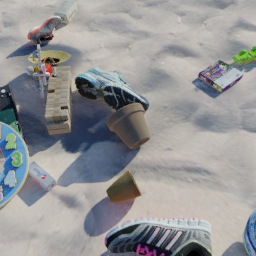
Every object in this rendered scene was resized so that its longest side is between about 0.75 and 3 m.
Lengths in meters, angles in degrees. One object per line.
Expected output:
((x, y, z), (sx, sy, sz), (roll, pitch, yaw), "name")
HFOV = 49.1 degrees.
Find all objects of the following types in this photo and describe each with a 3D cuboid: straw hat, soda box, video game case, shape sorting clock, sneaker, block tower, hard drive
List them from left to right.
((-4.336, 1.060, 8.089), (2.816, 0.552, 2.816), (3, 68, -6), "shape sorting clock")
((-4.718, -0.189, 9.547), (1.945, 0.527, 2.784), (-19, 54, -15), "hard drive")
((-2.603, 1.435, 8.380), (1.009, 0.320, 0.345), (33, 58, 24), "soda box")
((-3.701, -4.430, 13.000), (0.826, 0.778, 2.018), (42, 60, -2), "sneaker")
((-3.138, -2.544, 11.294), (1.636, 0.692, 1.636), (2, 33, -1), "straw hat")
((-2.462, -1.135, 10.164), (0.820, 0.766, 2.837), (-5, 52, -5), "block tower")
((-0.445, -1.528, 10.256), (2.998, 1.163, 1.294), (26, 53, 19), "sneaker")
((0.804, 2.904, 6.749), (2.731, 1.007, 1.195), (0, 45, -6), "sneaker")
((3.737, -2.126, 11.291), (1.354, 0.242, 1.227), (-33, 58, -24), "video game case")

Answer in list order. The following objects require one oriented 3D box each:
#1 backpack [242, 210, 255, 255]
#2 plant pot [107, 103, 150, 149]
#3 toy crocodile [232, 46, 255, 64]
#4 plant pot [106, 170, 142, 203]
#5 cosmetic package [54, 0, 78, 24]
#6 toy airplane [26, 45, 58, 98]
((3.925, 2.911, 6.360), (2.139, 2.016, 2.622), (-36, 44, -3), "backpack")
((0.135, 0.020, 9.069), (1.321, 1.321, 1.152), (-25, 74, -19), "plant pot")
((5.232, -3.065, 11.945), (1.631, 0.504, 0.551), (-18, 54, -8), "toy crocodile")
((-0.157, 1.745, 7.921), (0.851, 0.793, 0.793), (-28, 55, -2), "plant pot")
((-3.099, -5.835, 14.060), (0.688, 0.581, 1.331), (12, 53, 10), "cosmetic package")
((-2.956, -1.864, 9.346), (0.944, 1.331, 1.337), (3, 66, -1), "toy airplane")
